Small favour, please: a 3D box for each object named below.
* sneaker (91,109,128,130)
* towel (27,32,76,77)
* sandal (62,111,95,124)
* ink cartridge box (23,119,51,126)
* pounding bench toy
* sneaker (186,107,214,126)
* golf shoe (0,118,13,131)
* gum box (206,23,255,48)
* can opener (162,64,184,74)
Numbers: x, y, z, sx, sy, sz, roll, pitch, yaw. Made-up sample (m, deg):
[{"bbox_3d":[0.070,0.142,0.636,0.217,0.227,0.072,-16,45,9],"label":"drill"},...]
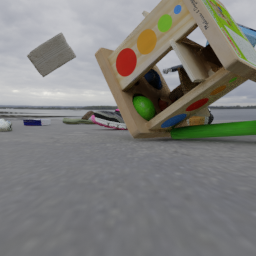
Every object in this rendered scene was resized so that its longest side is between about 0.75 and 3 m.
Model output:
[{"bbox_3d":[0.229,-0.587,9.283,2.889,1.263,1.066,0,2,-13],"label":"sneaker"},{"bbox_3d":[-3.220,-3.054,11.811,1.806,1.197,0.311,-29,23,7],"label":"towel"},{"bbox_3d":[-2.474,-0.642,16.940,2.911,0.831,1.156,0,2,-13],"label":"sandal"},{"bbox_3d":[-4.620,-0.290,14.147,0.904,0.354,1.909,0,0,1],"label":"ink cartridge box"},{"bbox_3d":[1.057,-0.572,4.820,2.247,2.881,1.790,-38,-23,34],"label":"pounding bench toy"},{"bbox_3d":[1.832,-0.347,7.423,1.086,0.937,2.478,0,3,-5],"label":"sneaker"},{"bbox_3d":[-3.721,-0.072,8.060,0.951,0.372,0.463,0,7,44],"label":"golf shoe"},{"bbox_3d":[2.595,-2.050,7.244,1.165,0.305,1.371,31,-27,20],"label":"gum box"},{"bbox_3d":[2.173,-2.868,13.500,1.091,0.363,0.287,-10,-46,16],"label":"can opener"}]
